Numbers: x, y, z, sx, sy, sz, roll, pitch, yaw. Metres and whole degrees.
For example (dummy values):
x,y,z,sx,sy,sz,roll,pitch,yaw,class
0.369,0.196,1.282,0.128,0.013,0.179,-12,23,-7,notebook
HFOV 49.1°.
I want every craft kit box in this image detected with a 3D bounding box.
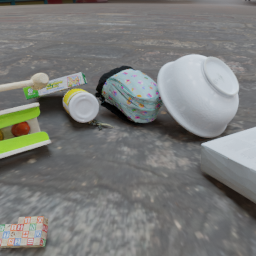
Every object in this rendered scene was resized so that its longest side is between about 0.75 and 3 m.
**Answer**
x,y,z,sx,sy,sz,roll,pitch,yaw,class
-2.375,-1.441,9.550,1.886,0.463,1.909,-19,10,-3,craft kit box

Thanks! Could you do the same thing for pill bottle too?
x,y,z,sx,sy,sz,roll,pitch,yaw,class
-1.532,-0.759,8.696,0.892,0.892,1.604,-12,19,-20,pill bottle

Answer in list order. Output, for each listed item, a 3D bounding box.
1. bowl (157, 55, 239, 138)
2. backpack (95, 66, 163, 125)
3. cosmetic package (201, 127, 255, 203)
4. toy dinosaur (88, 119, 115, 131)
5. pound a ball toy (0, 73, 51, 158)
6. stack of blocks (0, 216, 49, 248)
x,y,z,sx,sy,sz,roll,pitch,yaw,class
2.190,-1.127,7.778,2.601,1.169,2.601,17,54,-25,bowl
0.148,-1.016,8.538,1.623,1.231,1.945,-30,62,-31,backpack
3.385,0.634,5.881,2.913,0.753,2.196,-14,19,-22,cosmetic package
-0.867,-0.101,8.356,0.885,0.210,0.390,17,25,21,toy dinosaur
-3.166,-0.166,6.860,2.750,1.793,1.168,-19,5,-30,pound a ball toy
-1.758,1.737,4.666,0.777,0.228,0.447,-5,58,7,stack of blocks
